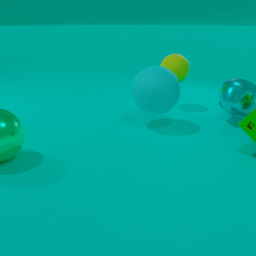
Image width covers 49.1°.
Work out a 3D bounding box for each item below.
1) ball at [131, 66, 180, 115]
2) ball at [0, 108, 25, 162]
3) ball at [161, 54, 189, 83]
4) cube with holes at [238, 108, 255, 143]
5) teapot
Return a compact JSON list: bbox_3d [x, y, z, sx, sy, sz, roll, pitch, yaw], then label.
[{"bbox_3d":[0.778,-1.048,7.863,1.365,1.365,1.365,0,22,0],"label":"ball"},{"bbox_3d":[-2.876,0.159,6.098,1.192,1.192,1.192,0,22,0],"label":"ball"},{"bbox_3d":[1.565,-1.982,9.398,0.965,0.965,0.965,0,22,0],"label":"ball"},{"bbox_3d":[3.523,-0.164,6.008,1.278,1.278,1.278,-21,65,-38],"label":"cube with holes"},{"bbox_3d":[3.201,-0.789,8.096,1.298,1.022,2.087,32,-3,20],"label":"teapot"}]
